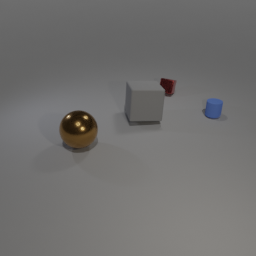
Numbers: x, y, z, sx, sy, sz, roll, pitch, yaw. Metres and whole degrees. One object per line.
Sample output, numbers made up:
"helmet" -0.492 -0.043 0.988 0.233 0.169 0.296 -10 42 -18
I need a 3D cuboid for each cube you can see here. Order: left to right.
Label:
"cube" 0.686 -1.182 12.109 1.400 1.400 1.400 -1 25 -10
"cube" 2.069 -2.201 14.606 0.700 0.700 0.700 14 15 18

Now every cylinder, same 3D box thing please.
"cylinder" 3.846 -0.890 12.554 0.700 0.700 0.700 1 27 0

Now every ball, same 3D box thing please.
"ball" -1.799 0.051 10.238 1.400 1.400 1.400 0 31 0
